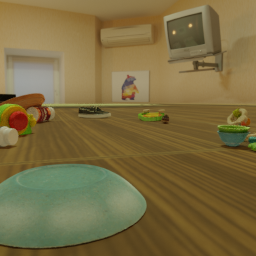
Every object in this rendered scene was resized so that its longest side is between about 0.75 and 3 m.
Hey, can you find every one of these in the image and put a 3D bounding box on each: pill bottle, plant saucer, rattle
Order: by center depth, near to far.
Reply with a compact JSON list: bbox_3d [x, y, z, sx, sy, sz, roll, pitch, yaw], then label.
[{"bbox_3d":[-0.648,0.615,2.787,1.669,0.321,1.669,0,7,0],"label":"plant saucer"},{"bbox_3d":[-2.852,0.180,6.158,0.761,0.441,0.441,2,7,13],"label":"pill bottle"},{"bbox_3d":[4.074,-0.099,9.893,0.820,0.900,1.260,-31,20,8],"label":"rattle"},{"bbox_3d":[-4.724,-0.823,12.074,2.409,0.389,2.409,-25,-2,-1],"label":"plant saucer"},{"bbox_3d":[-3.832,-0.619,12.380,0.675,0.675,1.182,3,7,26],"label":"pill bottle"}]

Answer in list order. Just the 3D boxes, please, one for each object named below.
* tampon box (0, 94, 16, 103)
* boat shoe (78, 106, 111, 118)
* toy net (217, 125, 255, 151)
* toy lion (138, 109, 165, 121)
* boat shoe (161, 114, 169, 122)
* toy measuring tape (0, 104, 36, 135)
[{"bbox_3d":[-6.482,-1.007,13.317,1.947,1.229,1.460,4,8,35],"label":"tampon box"},{"bbox_3d":[-1.797,-0.852,14.775,1.921,0.611,0.679,3,7,22],"label":"boat shoe"},{"bbox_3d":[3.086,0.148,6.482,2.239,0.432,1.174,-5,8,-39],"label":"toy net"},{"bbox_3d":[1.060,-0.550,13.229,1.395,0.479,1.337,4,15,36],"label":"toy lion"},{"bbox_3d":[1.574,-0.419,11.792,0.317,0.317,0.901,12,5,2],"label":"boat shoe"},{"bbox_3d":[-3.561,-0.189,7.484,0.955,0.955,2.596,4,7,34],"label":"toy measuring tape"}]
